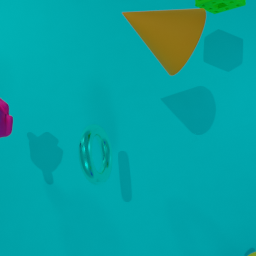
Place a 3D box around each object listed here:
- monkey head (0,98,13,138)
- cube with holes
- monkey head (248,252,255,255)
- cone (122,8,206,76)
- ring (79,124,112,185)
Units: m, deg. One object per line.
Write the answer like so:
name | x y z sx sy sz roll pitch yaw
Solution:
monkey head | -3.431 -0.135 6.755 1.033 1.233 1.714 -15 77 -39
cube with holes | 2.301 -3.479 6.940 0.882 0.882 0.882 -2 95 -41
monkey head | 2.166 2.188 4.387 1.531 0.923 1.102 -24 89 -23
cone | 0.572 -2.111 5.940 1.521 1.516 1.516 21 85 -12
ring | -0.759 0.638 6.831 0.297 1.485 1.485 -8 84 18
